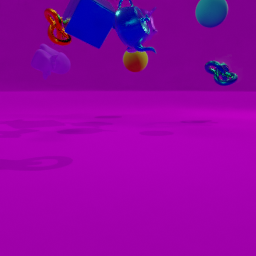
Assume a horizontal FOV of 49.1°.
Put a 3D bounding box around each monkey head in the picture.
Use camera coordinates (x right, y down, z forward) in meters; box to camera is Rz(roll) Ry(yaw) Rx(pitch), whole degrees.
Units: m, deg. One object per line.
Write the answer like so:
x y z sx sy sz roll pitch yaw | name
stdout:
0.205 -3.016 8.583 1.753 1.057 1.261 -2 46 40 | monkey head

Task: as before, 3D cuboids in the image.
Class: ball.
0.282 -2.597 10.649 0.944 0.944 0.944 0 8 0 | ball
2.088 -2.918 7.004 0.775 0.775 0.775 0 8 0 | ball

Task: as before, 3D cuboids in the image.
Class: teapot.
0.189 -2.622 7.294 0.854 1.744 1.084 -22 1 23 | teapot

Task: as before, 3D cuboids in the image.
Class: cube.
-1.219 -3.478 8.770 1.230 1.230 1.230 19 31 -31 | cube

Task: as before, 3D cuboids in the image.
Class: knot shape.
-2.328 -3.356 9.198 0.589 1.192 1.274 -19 38 11 | knot shape
3.107 -1.788 9.215 1.139 0.526 1.065 48 32 22 | knot shape

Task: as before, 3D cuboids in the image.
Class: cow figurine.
-1.839 -1.589 6.876 1.206 0.662 1.187 12 25 -50 | cow figurine
